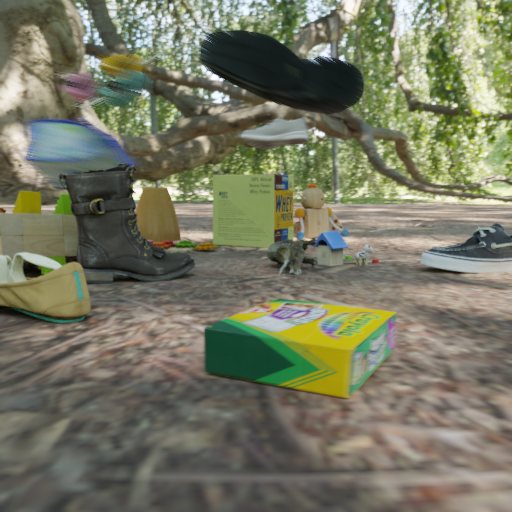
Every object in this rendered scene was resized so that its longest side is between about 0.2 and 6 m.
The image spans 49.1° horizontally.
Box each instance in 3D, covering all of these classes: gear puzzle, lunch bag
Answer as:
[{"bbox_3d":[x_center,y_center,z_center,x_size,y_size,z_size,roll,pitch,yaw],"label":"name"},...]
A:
[{"bbox_3d":[-1.897,-0.246,12.853,2.060,0.270,1.067,2,7,13],"label":"gear puzzle"},{"bbox_3d":[-3.461,-2.022,11.249,1.723,1.098,1.465,3,-14,5],"label":"lunch bag"}]

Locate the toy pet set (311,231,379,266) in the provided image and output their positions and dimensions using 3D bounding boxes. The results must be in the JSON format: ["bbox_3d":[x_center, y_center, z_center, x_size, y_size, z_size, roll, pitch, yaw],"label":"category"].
[{"bbox_3d":[1.612,-0.178,10.825,1.102,0.627,1.180,-5,8,-36],"label":"toy pet set"}]

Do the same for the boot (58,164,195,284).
[{"bbox_3d":[-1.946,-0.516,8.689,2.070,1.803,0.717,-3,8,-25],"label":"boot"}]

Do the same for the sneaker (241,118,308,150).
[{"bbox_3d":[0.499,-3.352,15.168,1.799,0.738,0.672,-1,-13,8],"label":"sneaker"}]

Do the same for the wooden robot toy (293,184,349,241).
[{"bbox_3d":[1.364,-1.299,16.242,3.433,1.558,1.513,-5,9,-39],"label":"wooden robot toy"}]

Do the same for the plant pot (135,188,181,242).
[{"bbox_3d":[-2.785,-1.149,15.460,1.362,1.462,1.362,-1,8,0],"label":"plant pot"}]

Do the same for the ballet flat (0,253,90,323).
[{"bbox_3d":[-2.814,0.301,6.514,2.254,0.710,0.774,3,8,25],"label":"ballet flat"}]

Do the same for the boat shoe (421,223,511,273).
[{"bbox_3d":[4.073,-0.153,9.740,2.449,0.830,0.879,0,7,-3],"label":"boat shoe"}]

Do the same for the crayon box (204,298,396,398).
[{"bbox_3d":[0.417,0.685,4.609,1.169,0.395,1.355,3,8,26],"label":"crayon box"}]

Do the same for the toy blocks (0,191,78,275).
[{"bbox_3d":[-3.750,-0.228,9.503,1.853,1.355,2.711,-8,-4,41],"label":"toy blocks"}]

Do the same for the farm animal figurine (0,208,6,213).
[{"bbox_3d":[-5.214,-0.359,11.469,1.869,0.985,1.890,10,-8,-38],"label":"farm animal figurine"}]

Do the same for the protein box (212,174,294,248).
[{"bbox_3d":[-0.063,-1.159,14.138,1.753,1.766,1.191,4,8,27],"label":"protein box"}]

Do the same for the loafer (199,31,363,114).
[{"bbox_3d":[0.381,-3.156,10.140,2.970,1.081,1.074,16,-16,-12],"label":"loafer"}]

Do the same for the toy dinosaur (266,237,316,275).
[{"bbox_3d":[0.547,-0.076,10.024,0.847,0.638,1.657,4,8,-22],"label":"toy dinosaur"}]

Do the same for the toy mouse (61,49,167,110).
[{"bbox_3d":[-2.638,-2.911,9.761,1.973,0.382,1.754,-1,48,13],"label":"toy mouse"}]
